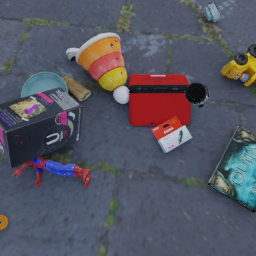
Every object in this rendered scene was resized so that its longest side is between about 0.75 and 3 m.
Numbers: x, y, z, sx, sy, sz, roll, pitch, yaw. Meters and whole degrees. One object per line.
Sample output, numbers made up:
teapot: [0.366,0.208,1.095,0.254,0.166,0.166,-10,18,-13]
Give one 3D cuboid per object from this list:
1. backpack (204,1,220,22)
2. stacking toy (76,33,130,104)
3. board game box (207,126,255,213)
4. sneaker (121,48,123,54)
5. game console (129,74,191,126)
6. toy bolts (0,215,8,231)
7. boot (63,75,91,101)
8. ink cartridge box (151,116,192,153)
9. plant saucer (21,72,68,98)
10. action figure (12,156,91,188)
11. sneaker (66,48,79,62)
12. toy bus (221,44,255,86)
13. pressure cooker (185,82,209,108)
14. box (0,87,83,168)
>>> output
backpack: [4.075,-5.541,13.515,0.639,0.753,0.848,-33,70,8]
stacking toy: [-0.679,-2.233,11.456,2.025,2.025,2.772,-28,84,-14]
board game box: [4.207,1.381,10.025,1.801,0.375,2.662,29,66,14]
sneaker: [-0.652,-3.680,12.696,0.964,0.426,0.388,29,64,13]
game console: [1.259,-1.207,11.490,2.433,1.444,2.096,0,31,0]
toy bolts: [-4.569,3.292,8.991,1.080,0.784,1.131,27,44,-31]
boot: [-2.365,-1.530,11.556,1.289,0.426,1.129,40,69,18]
ink cartridge box: [1.652,0.212,10.567,1.196,0.260,1.038,-28,83,-14]
plant saucer: [-3.294,-1.290,11.222,1.892,0.340,1.892,0,83,3]
action figure: [-2.762,1.606,9.594,2.679,0.874,1.326,19,53,11]
sneaker: [-1.975,-3.290,12.473,1.496,0.553,0.593,-12,72,1]
toy bus: [5.107,-2.359,11.682,1.801,1.222,1.729,-29,82,-12]
pressure cooker: [2.371,-1.153,9.574,0.753,0.843,0.742,30,98,21]
box: [-3.061,-0.097,9.526,2.687,1.642,1.425,-24,51,-35]
